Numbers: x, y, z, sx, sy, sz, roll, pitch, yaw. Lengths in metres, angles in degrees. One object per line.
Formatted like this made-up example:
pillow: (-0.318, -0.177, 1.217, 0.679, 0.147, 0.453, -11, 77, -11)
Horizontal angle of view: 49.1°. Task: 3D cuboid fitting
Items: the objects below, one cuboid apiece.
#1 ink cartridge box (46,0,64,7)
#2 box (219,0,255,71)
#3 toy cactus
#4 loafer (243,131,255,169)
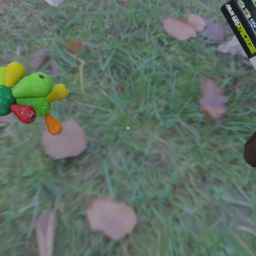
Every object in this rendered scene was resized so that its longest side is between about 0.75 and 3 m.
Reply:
ink cartridge box: (-1.991, -4.074, 5.875, 1.725, 2.378, 0.996, 42, 77, 5)
box: (2.963, -2.283, 6.367, 1.734, 0.427, 1.795, -41, 101, -38)
toy cactus: (-2.248, -0.210, 4.358, 2.617, 1.338, 2.160, 5, 28, 38)
loafer: (2.394, -0.101, 4.040, 2.527, 0.902, 0.922, -18, 86, -40)
